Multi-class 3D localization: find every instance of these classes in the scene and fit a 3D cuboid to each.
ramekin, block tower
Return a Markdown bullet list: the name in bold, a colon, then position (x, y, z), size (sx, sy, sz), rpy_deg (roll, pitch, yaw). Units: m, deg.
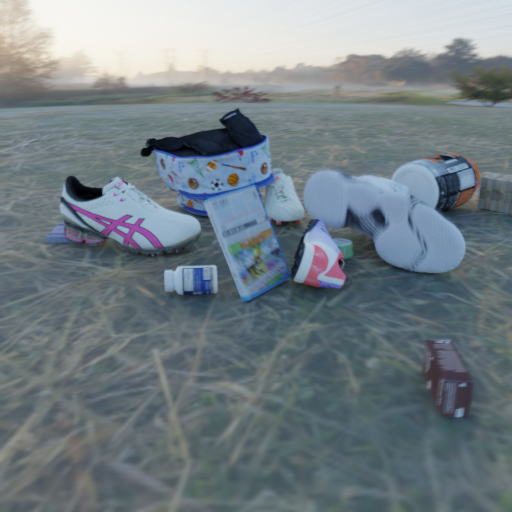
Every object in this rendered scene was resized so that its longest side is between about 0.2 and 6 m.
- **ramekin**: position (1.752, -0.165, 11.724), size (0.571, 0.279, 0.571), rpy_deg (0, 20, 0)
- **block tower**: position (7.410, -1.477, 14.471), size (3.320, 0.897, 0.960), rpy_deg (16, 24, 39)

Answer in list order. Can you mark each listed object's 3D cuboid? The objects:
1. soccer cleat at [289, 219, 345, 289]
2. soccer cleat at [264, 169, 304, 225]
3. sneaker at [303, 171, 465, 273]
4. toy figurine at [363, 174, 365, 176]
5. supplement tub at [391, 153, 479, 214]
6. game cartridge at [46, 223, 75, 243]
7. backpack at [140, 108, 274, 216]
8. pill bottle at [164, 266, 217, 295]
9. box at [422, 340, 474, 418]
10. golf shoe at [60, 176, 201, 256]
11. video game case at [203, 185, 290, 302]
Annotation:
- **soccer cleat**: position (1.249, -0.021, 10.778), size (0.924, 0.862, 2.526), rpy_deg (21, 20, 2)
- **soccer cleat**: position (0.626, -1.549, 14.452), size (0.938, 1.051, 2.708), rpy_deg (-2, 20, -7)
- **sneaker**: position (2.946, -0.838, 11.850), size (3.672, 1.380, 2.110), rpy_deg (30, 24, 35)
- **toy figurine**: position (2.648, -1.485, 15.199), size (1.091, 0.960, 1.821), rpy_deg (-25, 10, 18)
- **supplement tub**: position (4.752, -1.877, 14.698), size (2.440, 1.495, 1.495), rpy_deg (-18, 27, -41)
- **game cartridge**: position (-4.328, -0.560, 12.978), size (0.746, 0.221, 1.151), rpy_deg (-5, 20, -1)
- **backpack**: position (-1.009, -2.307, 14.562), size (3.071, 2.366, 2.925), rpy_deg (-24, 21, -20)
- **pill bottle**: position (-1.131, 0.427, 9.753), size (0.896, 0.497, 0.497), rpy_deg (-2, 20, -6)
- **box**: position (2.316, 1.473, 6.838), size (0.374, 0.500, 0.999), rpy_deg (1, 19, 2)
- **golf shoe**: position (-2.714, -0.877, 11.838), size (3.171, 1.460, 1.151), rpy_deg (8, 30, 10)
- **video game case**: position (-0.123, -0.261, 9.866), size (0.163, 1.829, 1.309), rpy_deg (-19, 4, 42)
